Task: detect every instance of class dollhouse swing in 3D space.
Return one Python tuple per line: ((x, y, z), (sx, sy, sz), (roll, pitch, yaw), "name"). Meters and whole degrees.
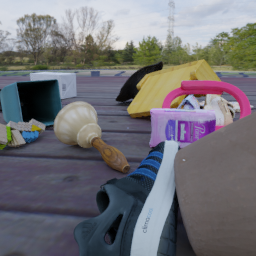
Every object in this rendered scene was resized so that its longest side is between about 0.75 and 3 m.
((1.715, -0.948, 10.305), (2.652, 2.331, 2.410), (-5, -32, 45), "dollhouse swing")

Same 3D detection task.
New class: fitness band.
((2.029, -0.500, 7.368), (2.265, 1.626, 0.424), (1, -29, 2), "fitness band")

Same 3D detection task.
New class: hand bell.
((-0.622, 0.329, 5.933), (1.130, 1.130, 2.170), (-10, 30, -35), "hand bell")

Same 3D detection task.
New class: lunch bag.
((1.614, -0.324, 7.622), (0.687, 1.080, 0.916), (5, 16, 18), "lunch bag")

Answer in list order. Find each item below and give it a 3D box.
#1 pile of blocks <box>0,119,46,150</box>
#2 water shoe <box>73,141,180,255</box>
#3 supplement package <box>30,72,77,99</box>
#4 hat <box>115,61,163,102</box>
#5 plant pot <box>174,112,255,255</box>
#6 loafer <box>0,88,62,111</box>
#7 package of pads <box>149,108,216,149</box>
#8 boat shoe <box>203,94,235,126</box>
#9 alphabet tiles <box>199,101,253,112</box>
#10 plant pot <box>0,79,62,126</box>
((-2.773, 0.227, 6.888), (0.548, 0.724, 1.763), (-40, -15, 25), "pile of blocks")
((0.132, 0.775, 3.604), (1.038, 0.940, 2.630), (1, 13, 13), "water shoe")
((-3.983, -2.294, 14.964), (2.106, 1.277, 1.261), (7, 16, 25), "supplement package")
((0.795, -1.702, 12.652), (2.790, 1.125, 2.790), (-37, -10, -7), "hat")
((1.485, 0.627, 2.820), (1.799, 2.063, 2.063), (-16, 10, 16), "plant pot")
((-4.129, -1.245, 11.427), (2.770, 0.988, 1.011), (-4, 15, -14), "loafer")
((1.265, 0.023, 6.583), (1.516, 0.913, 0.573), (3, 16, 12), "package of pads")
((2.725, -0.410, 8.437), (0.924, 0.985, 2.672), (9, 24, 15), "boat shoe")
((4.039, -0.924, 11.875), (2.079, 0.155, 2.125), (-2, 14, -12), "alphabet tiles")
((-3.249, -0.748, 8.959), (1.935, 1.367, 1.368), (2, 11, 44), "plant pot")
